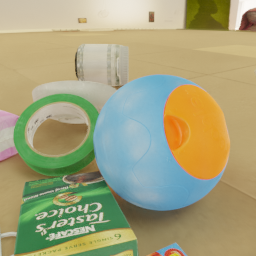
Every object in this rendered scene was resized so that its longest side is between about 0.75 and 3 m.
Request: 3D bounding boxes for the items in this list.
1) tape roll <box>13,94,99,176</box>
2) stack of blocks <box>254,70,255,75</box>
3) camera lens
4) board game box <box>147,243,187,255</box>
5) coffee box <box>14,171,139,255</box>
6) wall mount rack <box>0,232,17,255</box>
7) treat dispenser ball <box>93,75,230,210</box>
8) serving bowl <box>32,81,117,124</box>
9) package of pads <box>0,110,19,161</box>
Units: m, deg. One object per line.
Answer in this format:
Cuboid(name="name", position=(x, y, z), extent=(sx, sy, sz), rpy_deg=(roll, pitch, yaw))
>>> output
Cuboid(name="tape roll", position=(-1.529, 0.111, 6.298), extent=(1.923, 0.462, 1.923), rpy_deg=(0, 58, 0))
Cuboid(name="stack of blocks", position=(3.004, -0.991, 4.110), extent=(1.040, 0.529, 1.807), rpy_deg=(-39, 21, -24))
Cuboid(name="camera lens", position=(-1.119, -2.766, 12.369), extent=(2.263, 1.810, 1.810), rpy_deg=(1, 24, 2))
Cuboid(name="board game box", position=(0.381, 2.091, 3.113), extent=(1.316, 0.376, 1.344), rpy_deg=(-13, 27, -25))
Cuboid(name="coffee box", position=(-0.846, 1.342, 4.161), extent=(1.444, 0.516, 2.348), rpy_deg=(-6, 14, -14))
Cuboid(name="wall mount rack", position=(-2.232, 1.723, 3.640), extent=(1.708, 0.637, 1.484), rpy_deg=(-12, 26, -23))
Cuboid(name="treat dispenser ball", position=(0.561, 0.242, 4.942), extent=(2.335, 2.335, 2.335), rpy_deg=(0, 24, 0))
Cuboid(name="serving bowl", position=(-1.477, -0.599, 7.996), extent=(2.415, 0.794, 2.415), rpy_deg=(-1, -9, 0))
Cuboid(name="package of pads", position=(-4.107, 0.085, 6.776), extent=(2.938, 1.112, 1.770), rpy_deg=(15, 25, 30))
